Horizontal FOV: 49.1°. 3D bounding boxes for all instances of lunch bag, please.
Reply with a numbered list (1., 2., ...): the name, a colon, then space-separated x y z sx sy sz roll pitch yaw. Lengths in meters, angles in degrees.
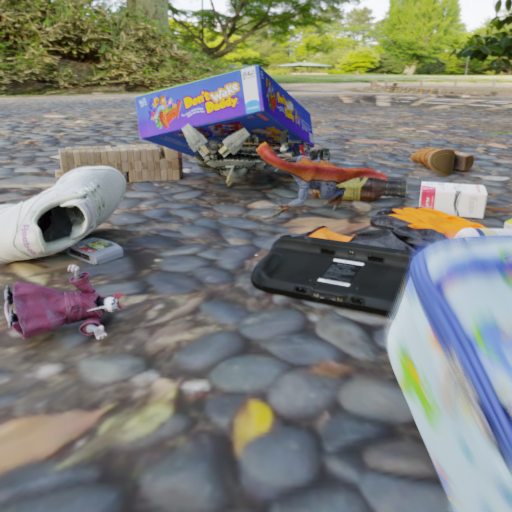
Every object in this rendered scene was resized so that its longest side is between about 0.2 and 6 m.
1. lunch bag: 2.658 0.862 4.073 3.066 1.264 2.465 -2 43 -9

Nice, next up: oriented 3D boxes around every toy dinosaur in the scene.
1. toy dinosaur: 1.061 -1.786 11.102 2.551 1.340 2.315 -27 -20 13

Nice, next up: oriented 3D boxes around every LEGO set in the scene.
1. LEGO set: 0.026 -2.183 13.488 4.389 1.244 2.850 1 0 -30

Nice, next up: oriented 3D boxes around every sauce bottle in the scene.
1. sauce bottle: 2.336 -1.590 12.704 2.087 0.689 0.689 4 20 10

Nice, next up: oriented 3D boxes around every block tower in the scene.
1. block tower: -3.533 -2.393 14.544 3.238 0.936 0.875 -8 21 -18

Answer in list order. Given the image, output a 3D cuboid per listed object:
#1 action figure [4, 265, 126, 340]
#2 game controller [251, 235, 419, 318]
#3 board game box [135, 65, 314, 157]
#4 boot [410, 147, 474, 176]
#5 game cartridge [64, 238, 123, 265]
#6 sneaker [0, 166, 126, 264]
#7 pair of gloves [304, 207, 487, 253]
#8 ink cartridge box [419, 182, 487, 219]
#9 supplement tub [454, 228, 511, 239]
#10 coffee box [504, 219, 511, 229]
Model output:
1. action figure: -2.276 0.686 6.791 1.382 0.926 1.029 -1 -21 -29
2. game controller: 1.265 0.260 7.908 2.652 0.559 1.384 9 41 28
3. board game box: -0.540 -3.276 13.981 2.974 0.990 4.423 -8 -2 19
4. boot: 4.971 -2.767 15.760 1.950 0.748 1.514 -14 25 -36
5. game cartridge: -2.675 -0.093 9.320 0.938 0.192 0.624 16 23 37
6. sneaker: -3.016 -0.698 9.460 1.556 1.169 3.123 -1 26 28
7. pair of gloves: 2.685 -0.323 9.656 3.141 0.388 2.798 -19 27 -40
8. ink cartridge box: 4.102 -1.182 11.746 1.276 0.538 0.924 6 21 15
9. supplement tub: 3.368 0.181 7.267 1.477 1.066 1.066 2 20 3
10. coffee box: 4.294 -0.145 8.536 0.807 0.799 0.808 -18 27 -40
